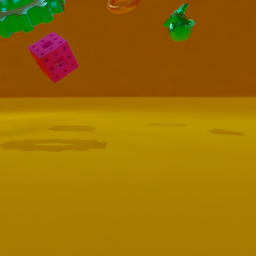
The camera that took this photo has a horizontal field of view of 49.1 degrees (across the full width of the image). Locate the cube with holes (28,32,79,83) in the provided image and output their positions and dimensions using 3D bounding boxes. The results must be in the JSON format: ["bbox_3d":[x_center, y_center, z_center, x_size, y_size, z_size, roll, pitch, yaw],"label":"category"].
[{"bbox_3d":[-2.294,-2.184,8.665,0.951,0.951,0.951,-38,51,-13],"label":"cube with holes"}]

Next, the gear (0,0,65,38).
[{"bbox_3d":[-2.409,-2.671,6.282,1.947,0.360,1.947,-8,44,8],"label":"gear"}]

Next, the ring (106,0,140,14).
[{"bbox_3d":[-0.192,-4.535,10.213,1.246,0.249,1.246,-7,46,7],"label":"ring"}]

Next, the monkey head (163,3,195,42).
[{"bbox_3d":[1.558,-2.998,8.053,0.816,0.974,1.354,42,-4,-4],"label":"monkey head"}]
